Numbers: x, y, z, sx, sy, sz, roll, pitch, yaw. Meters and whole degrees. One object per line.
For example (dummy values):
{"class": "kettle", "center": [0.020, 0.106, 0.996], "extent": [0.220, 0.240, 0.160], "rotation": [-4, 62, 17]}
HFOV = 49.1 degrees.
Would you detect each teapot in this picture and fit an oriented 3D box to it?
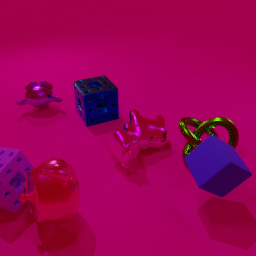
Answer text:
{"class": "teapot", "center": [-1.428, 1.124, 5.008], "extent": [0.943, 1.927, 1.198], "rotation": [-7, 57, -33]}

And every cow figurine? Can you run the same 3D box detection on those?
{"class": "cow figurine", "center": [0.336, 0.287, 6.975], "extent": [1.671, 0.917, 1.644], "rotation": [9, 40, -20]}

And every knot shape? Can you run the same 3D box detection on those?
{"class": "knot shape", "center": [1.977, 0.243, 6.837], "extent": [1.388, 0.685, 1.483], "rotation": [-8, 53, 13]}

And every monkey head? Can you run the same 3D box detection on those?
{"class": "monkey head", "center": [-2.826, -0.972, 9.037], "extent": [1.419, 1.021, 0.855], "rotation": [-6, 62, -8]}

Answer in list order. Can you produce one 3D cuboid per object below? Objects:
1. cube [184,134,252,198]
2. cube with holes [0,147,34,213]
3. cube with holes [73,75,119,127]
{"class": "cube", "center": [1.686, 0.728, 5.307], "extent": [0.753, 0.753, 0.753], "rotation": [26, 28, -33]}
{"class": "cube with holes", "center": [-2.486, 1.007, 5.617], "extent": [0.872, 0.872, 0.872], "rotation": [4, 44, 31]}
{"class": "cube with holes", "center": [-0.969, -0.846, 8.513], "extent": [1.047, 1.047, 1.047], "rotation": [-15, 37, -21]}
